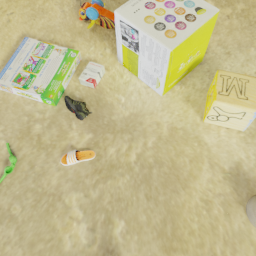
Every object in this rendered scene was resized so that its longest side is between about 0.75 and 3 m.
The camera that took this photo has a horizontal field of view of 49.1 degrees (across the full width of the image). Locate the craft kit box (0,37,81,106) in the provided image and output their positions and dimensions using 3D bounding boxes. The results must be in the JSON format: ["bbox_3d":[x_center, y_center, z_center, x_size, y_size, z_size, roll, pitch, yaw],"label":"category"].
[{"bbox_3d":[-3.792,-2.510,12.096,2.710,0.666,2.744,16,64,11],"label":"craft kit box"}]

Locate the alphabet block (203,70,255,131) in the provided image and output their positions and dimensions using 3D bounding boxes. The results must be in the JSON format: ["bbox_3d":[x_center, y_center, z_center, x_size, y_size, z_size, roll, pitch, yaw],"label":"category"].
[{"bbox_3d":[3.967,-1.035,10.766,1.646,1.608,1.617,14,61,6],"label":"alphabet block"}]

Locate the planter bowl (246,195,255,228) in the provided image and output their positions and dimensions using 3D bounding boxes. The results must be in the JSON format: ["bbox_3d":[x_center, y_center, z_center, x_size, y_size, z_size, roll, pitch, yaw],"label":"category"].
[{"bbox_3d":[4.709,2.703,9.205,1.312,0.883,1.312,0,63,-1],"label":"planter bowl"}]

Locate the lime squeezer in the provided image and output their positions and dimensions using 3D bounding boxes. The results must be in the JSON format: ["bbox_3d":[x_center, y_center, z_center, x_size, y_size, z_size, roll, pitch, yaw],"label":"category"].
[{"bbox_3d":[-4.435,1.362,10.217,0.650,0.347,1.839,4,63,2],"label":"lime squeezer"}]

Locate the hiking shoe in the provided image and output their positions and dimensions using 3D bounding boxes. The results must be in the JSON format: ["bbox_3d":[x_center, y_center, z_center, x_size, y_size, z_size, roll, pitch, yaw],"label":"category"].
[{"bbox_3d":[-2.043,-0.887,11.374,0.652,0.490,1.295,-34,73,-30],"label":"hiking shoe"}]

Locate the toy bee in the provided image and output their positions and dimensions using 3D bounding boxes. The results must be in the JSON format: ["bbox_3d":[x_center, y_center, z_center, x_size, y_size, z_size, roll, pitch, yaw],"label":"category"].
[{"bbox_3d":[-1.721,-5.581,13.458,2.582,1.404,1.690,49,61,-4],"label":"toy bee"}]

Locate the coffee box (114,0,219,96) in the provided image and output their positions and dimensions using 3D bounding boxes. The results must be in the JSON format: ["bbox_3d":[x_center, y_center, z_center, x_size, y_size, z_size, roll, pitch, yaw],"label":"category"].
[{"bbox_3d":[1.455,-3.623,11.389,2.806,2.838,2.833,41,70,19],"label":"coffee box"}]

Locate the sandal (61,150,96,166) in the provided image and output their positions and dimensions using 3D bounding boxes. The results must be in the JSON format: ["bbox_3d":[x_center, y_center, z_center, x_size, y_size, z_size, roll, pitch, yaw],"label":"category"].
[{"bbox_3d":[-1.867,1.009,10.370,1.311,0.376,0.502,-13,63,-7],"label":"sandal"}]

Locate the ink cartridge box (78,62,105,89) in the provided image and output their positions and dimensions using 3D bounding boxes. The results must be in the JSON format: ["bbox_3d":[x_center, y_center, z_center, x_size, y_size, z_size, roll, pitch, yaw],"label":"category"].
[{"bbox_3d":[-1.534,-2.277,12.021,0.733,0.426,1.016,21,67,16],"label":"ink cartridge box"}]
